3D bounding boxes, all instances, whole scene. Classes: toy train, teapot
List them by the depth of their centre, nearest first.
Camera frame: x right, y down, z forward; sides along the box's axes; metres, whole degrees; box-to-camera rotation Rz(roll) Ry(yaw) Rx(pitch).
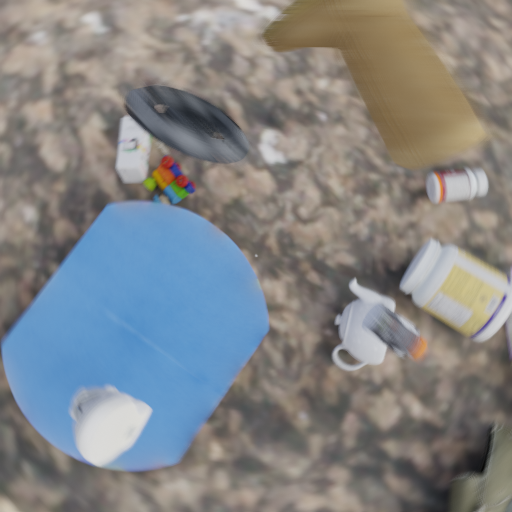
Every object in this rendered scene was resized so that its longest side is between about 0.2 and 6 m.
[{"bbox_3d":[2.048,1.396,10.867,1.037,1.401,1.419,12,66,12],"label":"teapot"},{"bbox_3d":[-2.082,-1.765,12.054,0.890,0.651,1.538,-39,78,4],"label":"toy train"}]

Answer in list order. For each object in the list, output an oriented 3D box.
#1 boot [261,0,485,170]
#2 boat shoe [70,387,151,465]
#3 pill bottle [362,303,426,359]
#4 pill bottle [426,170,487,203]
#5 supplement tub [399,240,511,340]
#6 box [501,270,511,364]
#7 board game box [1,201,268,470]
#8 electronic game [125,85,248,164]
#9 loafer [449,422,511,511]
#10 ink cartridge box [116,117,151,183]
[{"bbox_3d":[1.857,-3.055,9.790,1.158,3.067,3.502,-40,106,-26],"label":"boot"},{"bbox_3d":[-2.180,2.255,7.996,0.880,2.568,0.925,27,84,7],"label":"boat shoe"},{"bbox_3d":[1.950,1.082,7.838,0.871,0.462,0.462,35,78,-6],"label":"pill bottle"},{"bbox_3d":[4.269,-1.497,11.936,1.117,0.612,0.612,-7,75,-2],"label":"pill bottle"},{"bbox_3d":[3.933,0.639,10.995,1.863,1.354,1.354,32,78,8],"label":"supplement tub"},{"bbox_3d":[5.413,1.777,11.088,0.627,0.586,3.027,-1,75,0],"label":"box"},{"bbox_3d":[-2.228,1.529,11.022,3.971,0.979,5.026,35,83,4],"label":"board game box"},{"bbox_3d":[-1.018,-1.992,8.445,1.943,1.943,0.404,35,121,9],"label":"electronic game"},{"bbox_3d":[3.987,4.549,10.136,1.225,1.322,3.517,33,72,19],"label":"loafer"},{"bbox_3d":[-2.611,-2.251,12.011,0.491,0.847,1.170,3,75,1],"label":"ink cartridge box"}]
